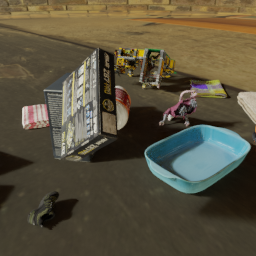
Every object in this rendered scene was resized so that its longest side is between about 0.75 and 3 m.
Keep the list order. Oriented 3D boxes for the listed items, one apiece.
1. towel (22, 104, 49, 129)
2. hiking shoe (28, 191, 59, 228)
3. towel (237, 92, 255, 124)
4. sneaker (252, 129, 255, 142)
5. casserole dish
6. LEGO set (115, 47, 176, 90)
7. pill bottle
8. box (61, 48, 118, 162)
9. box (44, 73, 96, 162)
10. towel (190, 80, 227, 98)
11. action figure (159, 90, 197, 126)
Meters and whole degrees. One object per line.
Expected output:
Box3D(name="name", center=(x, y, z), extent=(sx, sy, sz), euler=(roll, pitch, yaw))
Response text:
Box3D(name="towel", center=(-2.634, -0.570, 9.951), extent=(2.166, 0.324, 1.585), euler=(-10, 28, -18))
Box3D(name="hiking shoe", center=(-1.620, 1.673, 5.723), extent=(0.432, 0.325, 0.857), euler=(19, 41, 17))
Box3D(name="towel", center=(5.126, -0.771, 10.207), extent=(1.693, 0.441, 2.555), euler=(0, 28, 2))
Box3D(name="sneaker", center=(4.596, -0.061, 8.366), extent=(2.291, 0.889, 1.284), euler=(-22, 36, -36))
Box3D(name="casserole dish", center=(1.780, 0.748, 7.153), extent=(2.984, 0.579, 1.807), euler=(-21, 34, -36))
Box3D(name="LEGO set", center=(0.703, -2.580, 13.008), extent=(2.978, 1.725, 2.290), euler=(10, 0, 13))
Box3D(name="pill bottle", center=(-0.450, -0.763, 9.518), extent=(1.055, 1.055, 1.868), euler=(2, 28, 4))
Box3D(name="box", center=(-0.681, -0.344, 4.592), extent=(0.375, 1.230, 1.526), euler=(16, 58, -38))
Box3D(name="box", center=(-1.373, -0.330, 7.669), extent=(1.072, 2.001, 1.485), euler=(5, 27, 10))
Box3D(name="towel", center=(3.494, -1.769, 12.351), extent=(1.439, 0.228, 2.003), euler=(3, 28, 8))
Box3D(name="action figure", center=(1.587, -0.602, 9.220), extent=(0.962, 1.070, 1.436), euler=(3, -6, -14))
